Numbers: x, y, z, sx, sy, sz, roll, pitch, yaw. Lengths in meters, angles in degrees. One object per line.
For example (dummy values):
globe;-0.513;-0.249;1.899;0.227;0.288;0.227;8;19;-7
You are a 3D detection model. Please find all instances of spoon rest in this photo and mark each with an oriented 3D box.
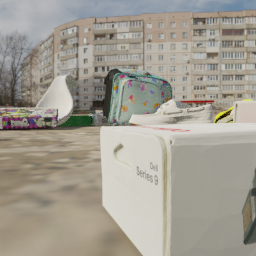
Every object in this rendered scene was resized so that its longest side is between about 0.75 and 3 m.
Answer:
spoon rest;-2.494;-1.077;10.060;1.453;0.886;2.924;-6;38;10

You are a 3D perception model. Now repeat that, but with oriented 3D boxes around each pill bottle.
pill bottle;1.757;-0.544;10.540;0.905;0.905;1.583;-1;3;-17

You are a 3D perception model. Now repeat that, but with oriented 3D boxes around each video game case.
video game case;-3.012;-0.311;8.312;1.824;0.360;2.013;-2;12;-12

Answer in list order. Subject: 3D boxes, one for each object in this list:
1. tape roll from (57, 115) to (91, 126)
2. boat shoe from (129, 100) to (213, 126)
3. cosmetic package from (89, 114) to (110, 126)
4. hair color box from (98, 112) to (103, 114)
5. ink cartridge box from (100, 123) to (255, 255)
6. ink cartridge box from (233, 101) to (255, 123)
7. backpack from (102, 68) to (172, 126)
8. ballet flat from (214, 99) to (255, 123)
tape roll;-2.246;-0.297;10.749;1.654;0.398;1.654;1;3;0
boat shoe;1.271;-0.414;8.351;2.476;0.858;0.877;0;3;0
cosmetic package;-1.068;-0.335;10.934;0.642;0.451;1.266;-1;2;-23
hair color box;-0.467;-0.471;12.831;1.729;0.523;0.865;0;3;-10
ink cartridge box;0.407;0.179;1.142;0.930;0.407;0.676;0;2;-20
ink cartridge box;2.784;-0.040;3.397;2.822;0.631;2.486;1;2;20
backpack;0.412;-0.968;9.446;2.214;1.946;1.697;-1;20;-24
ballet flat;3.341;-0.394;8.907;0.541;0.539;1.614;-36;0;-31
